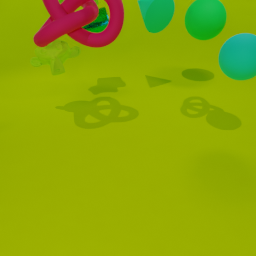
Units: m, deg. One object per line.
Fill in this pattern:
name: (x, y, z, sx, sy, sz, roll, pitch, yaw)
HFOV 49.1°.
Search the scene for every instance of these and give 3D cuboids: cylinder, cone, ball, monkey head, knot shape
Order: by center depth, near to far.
knot shape: (-1.155, -2.508, 5.896, 1.951, 0.901, 1.826, -18, 64, -5)
ball: (2.544, -1.571, 6.227, 1.017, 1.017, 1.017, 0, 31, 0)
monkey head: (-1.864, -1.784, 7.201, 1.375, 0.989, 0.829, -16, -1, -5)
cone: (0.619, -3.645, 8.474, 1.123, 1.123, 1.128, -20, 51, -30)
cylinder: (-1.006, -3.186, 8.752, 0.910, 0.910, 0.910, -16, 31, 3)
ball: (2.594, -3.658, 9.406, 1.365, 1.365, 1.365, 0, 31, 0)

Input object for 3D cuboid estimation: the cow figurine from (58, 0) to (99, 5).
cow figurine: (-1.268, -3.777, 7.057, 1.531, 1.507, 0.840, -22, 32, 2)
